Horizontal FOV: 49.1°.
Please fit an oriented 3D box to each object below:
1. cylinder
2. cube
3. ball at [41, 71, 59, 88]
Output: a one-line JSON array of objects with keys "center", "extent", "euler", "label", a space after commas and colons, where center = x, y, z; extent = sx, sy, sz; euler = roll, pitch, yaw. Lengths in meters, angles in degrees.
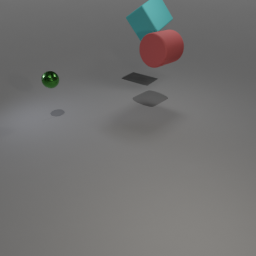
[{"center": [1.440, -3.397, 11.962], "extent": [1.400, 1.400, 1.400], "euler": [22, 34, 34], "label": "cylinder"}, {"center": [1.058, -5.430, 13.850], "extent": [1.400, 1.400, 1.400], "euler": [-47, 21, -28], "label": "cube"}, {"center": [-3.139, -1.954, 11.330], "extent": [0.700, 0.700, 0.700], "euler": [0, 29, 0], "label": "ball"}]
